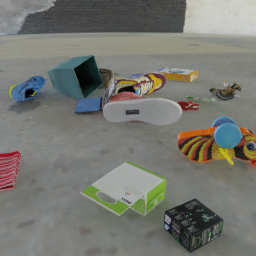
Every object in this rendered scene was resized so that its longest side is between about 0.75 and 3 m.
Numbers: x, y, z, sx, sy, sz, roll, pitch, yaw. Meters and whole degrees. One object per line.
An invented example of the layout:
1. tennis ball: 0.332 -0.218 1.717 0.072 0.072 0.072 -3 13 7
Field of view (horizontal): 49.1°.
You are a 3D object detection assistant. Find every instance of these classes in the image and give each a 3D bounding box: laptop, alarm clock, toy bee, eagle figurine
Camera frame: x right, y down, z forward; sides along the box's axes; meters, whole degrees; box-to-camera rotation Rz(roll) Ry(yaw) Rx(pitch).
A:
1. laptop: -1.365 -1.421 11.887 1.003 1.730 1.620 27 22 -15
2. alarm clock: -1.503 -2.856 15.642 1.826 0.901 2.707 19 28 37
3. toy bee: 2.891 0.481 7.624 2.873 1.562 1.881 -16 13 37
4. eagle figurine: 4.694 -1.767 13.427 1.307 0.986 0.992 -29 -20 4

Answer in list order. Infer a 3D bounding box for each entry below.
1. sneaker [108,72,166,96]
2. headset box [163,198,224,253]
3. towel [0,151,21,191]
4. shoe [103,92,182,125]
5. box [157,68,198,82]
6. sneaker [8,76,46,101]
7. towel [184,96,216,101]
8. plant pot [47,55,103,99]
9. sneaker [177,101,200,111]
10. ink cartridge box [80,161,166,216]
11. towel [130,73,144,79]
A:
1. sneaker: 0.570 -1.906 13.382 2.937 1.101 1.323 -12 33 -10
2. headset box: 1.282 1.845 5.446 0.898 0.416 0.781 -14 27 -29
3. towel: -3.542 1.132 7.361 1.249 0.194 1.728 -6 25 -12
4. shoe: 0.578 -0.858 10.785 2.926 1.045 1.331 0 29 11
5. box: 2.936 -3.280 17.088 2.305 0.478 1.372 11 26 29
6. sneaker: -4.596 -1.876 13.564 0.969 0.814 2.471 17 28 13
7. towel: 3.247 -1.319 12.614 1.300 0.152 0.991 5 6 25
8. plant pot: -2.747 -2.522 13.777 2.230 1.575 1.576 7 38 33
9. sneaker: 2.514 -0.977 12.044 1.012 0.396 0.584 10 14 -7
10. ink cartridge box: -0.085 1.455 6.130 1.160 0.594 1.569 19 31 36
11. towel: 0.894 -3.052 16.895 1.085 0.179 1.499 -11 26 -22
